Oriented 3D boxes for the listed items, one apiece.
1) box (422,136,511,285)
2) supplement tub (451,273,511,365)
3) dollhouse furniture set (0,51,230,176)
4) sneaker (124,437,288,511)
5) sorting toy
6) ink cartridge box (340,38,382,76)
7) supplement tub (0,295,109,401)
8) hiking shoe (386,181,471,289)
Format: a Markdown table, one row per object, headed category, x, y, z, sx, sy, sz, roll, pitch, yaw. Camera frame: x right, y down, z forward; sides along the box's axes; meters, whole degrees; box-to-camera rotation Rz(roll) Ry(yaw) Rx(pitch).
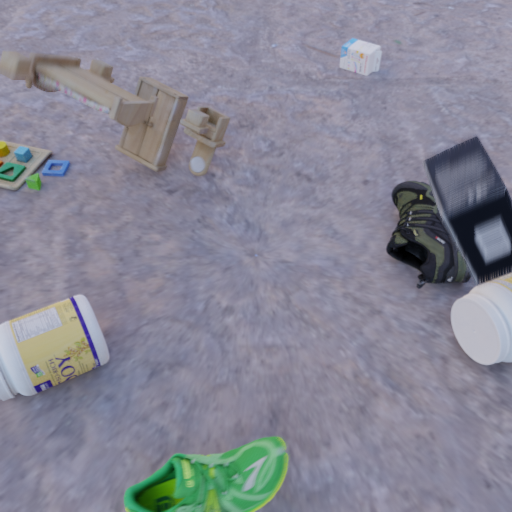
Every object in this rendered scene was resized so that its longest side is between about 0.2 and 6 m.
| category | x | y | z | sx | sy | sz | roll | pitch | yaw |
| --- | --- | --- | --- | --- | --- | --- | --- | --- | --- |
| box | 2.576 | -0.531 | 6.528 | 0.733 | 1.182 | 1.162 | -26 | 33 | 20 |
| supplement tub | 3.638 | 0.798 | 7.741 | 1.554 | 1.130 | 1.130 | -17 | 47 | -16 |
| dollhouse furniture set | -2.326 | -2.099 | 9.408 | 2.646 | 1.515 | 3.103 | 28 | 23 | 12 |
| sneaker | -0.536 | 2.476 | 6.026 | 1.891 | 0.790 | 0.700 | -24 | 49 | 2 |
| sorting toy | -4.937 | -1.879 | 11.021 | 2.448 | 0.334 | 1.379 | 13 | 46 | 13 |
| ink cartridge box | 2.631 | -4.932 | 13.929 | 0.910 | 0.585 | 0.570 | 27 | 51 | 26 |
| supplement tub | -2.777 | 1.213 | 7.405 | 1.405 | 1.021 | 1.021 | -22 | 49 | -21 |
| hiking shoe | 2.615 | -0.443 | 9.198 | 1.125 | 0.847 | 2.236 | -9 | 46 | -13 |
